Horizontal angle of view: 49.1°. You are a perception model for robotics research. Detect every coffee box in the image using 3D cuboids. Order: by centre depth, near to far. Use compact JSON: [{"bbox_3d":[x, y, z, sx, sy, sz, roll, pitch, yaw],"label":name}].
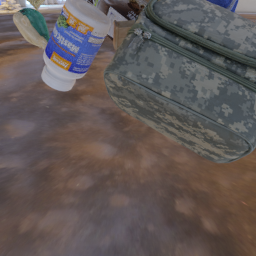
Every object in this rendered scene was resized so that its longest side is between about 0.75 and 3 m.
[{"bbox_3d":[-0.272,-4.079,10.027,2.887,1.152,1.632,39,52,0],"label":"coffee box"}]

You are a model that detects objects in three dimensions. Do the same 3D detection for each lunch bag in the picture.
[{"bbox_3d":[1.021,-0.882,4.125,2.332,1.625,1.956,29,77,11],"label":"lunch bag"},{"bbox_3d":[2.399,-3.893,8.065,1.429,1.392,2.104,9,52,28],"label":"lunch bag"}]

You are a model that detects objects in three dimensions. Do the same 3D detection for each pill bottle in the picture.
[{"bbox_3d":[-1.289,-1.834,6.465,1.090,1.945,1.090,25,32,-17],"label":"pill bottle"}]

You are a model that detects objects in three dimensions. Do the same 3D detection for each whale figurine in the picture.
[{"bbox_3d":[-2.895,-3.172,9.041,0.899,1.378,1.733,-43,68,-13],"label":"whale figurine"}]

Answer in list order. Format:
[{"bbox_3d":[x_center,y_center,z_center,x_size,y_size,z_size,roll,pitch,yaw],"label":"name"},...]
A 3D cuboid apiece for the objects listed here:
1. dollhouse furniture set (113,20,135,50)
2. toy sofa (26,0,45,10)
[{"bbox_3d":[0.331,-1.524,6.420,1.010,1.763,2.068,-8,55,-10],"label":"dollhouse furniture set"},{"bbox_3d":[-3.376,-4.569,9.414,1.143,0.473,0.558,41,4,-13],"label":"toy sofa"}]
